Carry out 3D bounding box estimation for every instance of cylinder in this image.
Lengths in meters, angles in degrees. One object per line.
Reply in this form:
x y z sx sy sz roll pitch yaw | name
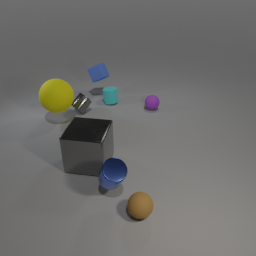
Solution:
-0.859 -1.599 13.751 0.700 0.700 0.700 -5 25 2 | cylinder
-0.429 1.261 7.705 0.700 0.700 0.700 7 60 -12 | cylinder
-2.133 -1.124 12.772 0.700 0.700 0.700 31 82 41 | cylinder

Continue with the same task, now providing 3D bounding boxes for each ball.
1.135 -1.208 13.170 0.700 0.700 0.700 0 30 0 | ball
-2.947 -1.322 11.561 1.400 1.400 1.400 0 30 0 | ball
0.329 2.056 7.467 0.700 0.700 0.700 0 30 0 | ball

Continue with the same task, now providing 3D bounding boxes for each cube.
-1.467 -2.754 13.969 0.700 0.700 0.700 -20 7 24 | cube
-1.312 0.601 9.358 1.400 1.400 1.400 5 32 9 | cube
